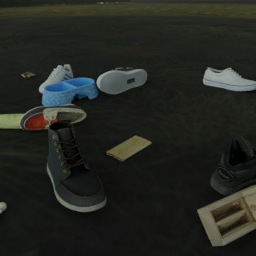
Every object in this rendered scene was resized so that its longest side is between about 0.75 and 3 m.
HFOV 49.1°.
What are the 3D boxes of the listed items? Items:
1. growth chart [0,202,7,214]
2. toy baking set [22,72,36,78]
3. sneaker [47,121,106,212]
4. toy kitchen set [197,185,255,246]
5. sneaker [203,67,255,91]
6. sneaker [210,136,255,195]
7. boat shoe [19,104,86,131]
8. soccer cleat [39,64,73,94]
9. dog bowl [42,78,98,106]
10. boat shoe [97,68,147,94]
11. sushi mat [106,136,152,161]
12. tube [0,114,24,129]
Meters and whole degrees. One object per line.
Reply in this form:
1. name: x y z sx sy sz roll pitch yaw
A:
1. growth chart: -4.023 1.812 5.761 2.774 0.246 2.007 12 30 22
2. toy baking set: -5.347 -2.838 15.002 0.656 0.099 0.855 -20 34 -39
3. sneaker: -1.315 0.783 6.371 0.934 1.326 2.497 -13 26 -32
4. toy kitchen set: 2.564 1.709 4.802 1.609 1.784 1.455 -14 71 -25
5. sneaker: 4.764 -2.318 13.095 2.492 0.882 0.910 13 30 23
6. sneaker: 2.944 0.693 6.762 2.176 1.247 0.832 -18 45 -34
7. boat shoe: -2.477 -0.322 9.417 2.199 0.783 0.688 -16 33 -37
8. soccer cleat: -3.352 -2.305 12.935 0.821 1.015 2.351 9 29 17
9. dog bowl: -2.444 -1.570 11.931 2.552 0.633 1.423 -22 34 -38
10. boat shoe: -0.397 -2.230 12.904 0.933 1.036 2.929 24 28 38
11. sushi mat: 0.053 0.583 8.325 0.646 0.082 1.351 22 35 36
12. tube: -4.351 -0.224 9.513 1.981 0.514 0.575 0 -12 10
